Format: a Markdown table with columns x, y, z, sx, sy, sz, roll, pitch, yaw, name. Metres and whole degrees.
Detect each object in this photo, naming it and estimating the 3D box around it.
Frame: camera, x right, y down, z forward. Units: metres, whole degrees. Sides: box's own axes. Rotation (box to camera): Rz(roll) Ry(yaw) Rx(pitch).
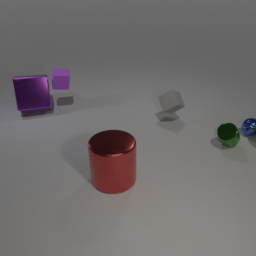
| x | y | z | sx | sy | sz | roll | pitch | yaw | name |
| --- | --- | --- | --- | --- | --- | --- | --- | --- | --- |
| -0.449 | 0.982 | 8.388 | 1.400 | 1.400 | 1.400 | -1 | 30 | 0 | cylinder |
| -4.219 | -1.614 | 12.430 | 1.400 | 1.400 | 1.400 | -8 | 16 | -16 | cube |
| -2.961 | -2.158 | 12.331 | 0.700 | 0.700 | 0.700 | -1 | 38 | -18 | cube |
| 1.787 | -1.075 | 11.475 | 0.700 | 0.700 | 0.700 | -27 | -19 | 33 | cube |
| 3.597 | 0.249 | 10.010 | 0.700 | 0.700 | 0.700 | -12 | 63 | 24 | cylinder |
| 4.740 | -0.040 | 10.783 | 0.700 | 0.700 | 0.700 | 0 | 31 | 0 | ball |
